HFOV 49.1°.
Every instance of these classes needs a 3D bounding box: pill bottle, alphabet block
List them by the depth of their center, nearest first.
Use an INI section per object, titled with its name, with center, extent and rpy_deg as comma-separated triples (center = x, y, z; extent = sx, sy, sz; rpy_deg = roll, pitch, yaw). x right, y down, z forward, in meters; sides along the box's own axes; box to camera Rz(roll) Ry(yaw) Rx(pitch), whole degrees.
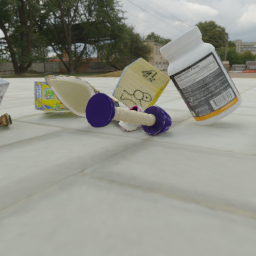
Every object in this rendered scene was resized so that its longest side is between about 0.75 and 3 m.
[pill bottle]
center = 2.087, -1.506, 8.190
extent = 1.495, 2.569, 1.495
rpy_deg = -32, 8, 5
[alphabet block]
center = 0.424, -1.295, 8.884
extent = 1.225, 1.197, 1.203
rpy_deg = 37, 42, 6

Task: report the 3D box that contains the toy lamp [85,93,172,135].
[toy lamp]
center = 0.211, -0.260, 6.447
extent = 0.782, 0.782, 2.685
rpy_deg = 9, 0, 35

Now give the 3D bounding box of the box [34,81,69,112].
[box]
center = -2.396, -1.083, 10.026
extent = 1.517, 0.961, 1.575
rpy_deg = -1, 1, -5

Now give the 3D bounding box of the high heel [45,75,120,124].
[high heel]
center = -1.299, -0.895, 8.358
extent = 2.625, 0.937, 1.871
rpy_deg = 27, 5, -23

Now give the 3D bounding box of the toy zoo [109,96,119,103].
[toy zoo]
center = -1.709, -1.092, 12.169
extent = 2.387, 0.244, 1.566
rpy_deg = -7, 14, -14

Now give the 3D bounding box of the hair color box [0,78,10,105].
[hair color box]
center = -4.160, -0.660, 7.195
extent = 0.851, 1.389, 2.806
rpy_deg = 26, 10, -7

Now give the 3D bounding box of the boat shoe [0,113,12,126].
[boat shoe]
center = -3.599, -0.234, 8.074
extent = 0.348, 0.357, 0.943
rpy_deg = -16, 7, -29

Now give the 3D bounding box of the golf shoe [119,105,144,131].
[golf shoe]
center = 0.323, -0.359, 7.833
extent = 0.521, 0.633, 1.383
rpy_deg = 31, 30, 23
